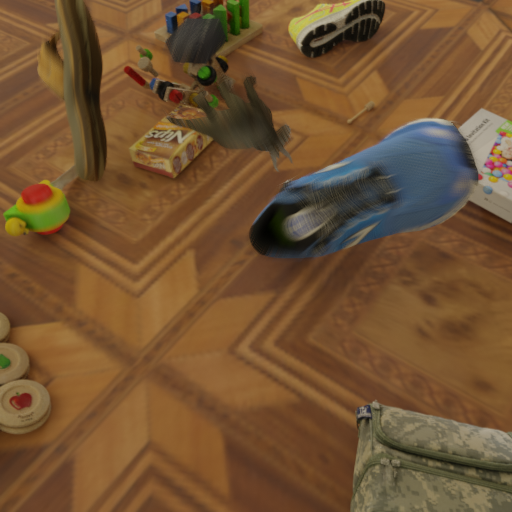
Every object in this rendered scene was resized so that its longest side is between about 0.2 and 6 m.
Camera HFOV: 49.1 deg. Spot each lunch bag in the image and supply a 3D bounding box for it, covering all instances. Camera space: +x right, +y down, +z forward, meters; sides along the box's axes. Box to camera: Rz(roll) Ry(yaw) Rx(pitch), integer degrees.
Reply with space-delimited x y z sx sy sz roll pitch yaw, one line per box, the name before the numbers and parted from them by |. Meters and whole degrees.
lunch bag | 1.822 2.306 5.632 1.771 1.234 1.485 10 38 8

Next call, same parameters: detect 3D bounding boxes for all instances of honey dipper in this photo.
honey dipper | 1.960 -2.672 10.508 0.141 0.141 0.741 35 60 26

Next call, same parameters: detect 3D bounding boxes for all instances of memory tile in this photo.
memory tile | -3.915 1.547 6.338 2.638 0.221 2.022 -16 48 -37

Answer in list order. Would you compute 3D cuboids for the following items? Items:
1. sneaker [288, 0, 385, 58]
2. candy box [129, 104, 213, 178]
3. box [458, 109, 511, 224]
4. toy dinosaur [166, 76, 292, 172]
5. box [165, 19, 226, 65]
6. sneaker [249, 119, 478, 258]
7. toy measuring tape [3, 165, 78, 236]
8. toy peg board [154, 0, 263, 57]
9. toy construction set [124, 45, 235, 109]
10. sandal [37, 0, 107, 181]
sneaker | 1.721 -5.117 12.075 2.338 0.914 1.056 -24 51 -18
candy box | -1.373 -2.017 9.709 0.866 0.415 1.500 19 51 25
box | 3.954 -1.277 8.537 2.203 0.454 1.718 36 58 27
toy dinosaur | -0.236 -1.943 8.098 2.186 0.841 1.118 -8 64 -50
box | -0.907 -3.250 8.470 0.645 0.379 0.634 15 59 30
sneaker | 1.124 -0.560 6.822 1.453 3.259 1.280 -28 92 -41
toy measuring tape | -3.029 -0.925 8.686 0.766 0.766 2.082 19 42 15
toy peg board | -1.040 -5.191 12.160 1.731 0.850 1.739 31 56 24
toy construction set | -1.305 -3.330 10.576 1.879 1.444 1.567 4 81 22
sandal | -2.987 -2.753 8.915 0.856 1.273 3.169 -5 93 2
